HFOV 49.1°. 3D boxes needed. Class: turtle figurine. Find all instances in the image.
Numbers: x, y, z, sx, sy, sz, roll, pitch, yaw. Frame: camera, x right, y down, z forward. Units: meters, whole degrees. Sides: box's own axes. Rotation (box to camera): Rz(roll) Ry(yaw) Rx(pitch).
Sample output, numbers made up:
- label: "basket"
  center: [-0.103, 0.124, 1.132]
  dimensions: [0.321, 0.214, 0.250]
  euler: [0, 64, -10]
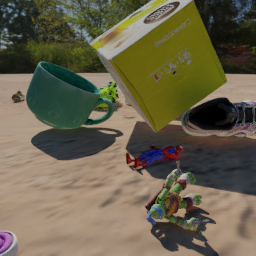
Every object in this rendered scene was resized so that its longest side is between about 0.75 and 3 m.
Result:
- label: "turtle figurine"
  center: [0.720, 0.844, 3.408]
  dimensions: [0.660, 0.917, 0.889]
  euler: [43, 27, 19]

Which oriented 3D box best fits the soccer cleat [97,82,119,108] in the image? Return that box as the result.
- label: "soccer cleat"
  center: [-1.123, -1.522, 12.736]
  dimensions: [1.186, 0.988, 2.926]
  euler: [-7, 14, 8]

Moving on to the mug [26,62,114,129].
- label: "mug"
  center: [-1.757, -0.720, 7.959]
  dimensions: [2.275, 1.407, 1.869]
  euler: [34, 16, 16]

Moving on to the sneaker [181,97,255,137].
- label: "sneaker"
  center: [2.508, -0.252, 6.548]
  dimensions: [2.431, 0.945, 1.701]
  euler: [-9, -7, 7]

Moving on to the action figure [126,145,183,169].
- label: "action figure"
  center: [0.607, 0.504, 5.556]
  dimensions: [1.328, 0.343, 0.434]
  euler: [-6, 12, -35]

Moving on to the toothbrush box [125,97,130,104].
- label: "toothbrush box"
  center: [1.032, -2.478, 12.424]
  dimensions: [2.100, 2.884, 1.242]
  euler: [7, 15, 27]

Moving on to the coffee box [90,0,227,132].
- label: "coffee box"
  center: [0.795, -1.908, 8.083]
  dimensions: [2.503, 2.507, 2.479]
  euler: [-36, 30, 0]

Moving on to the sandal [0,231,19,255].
- label: "sandal"
  center: [-1.892, 1.161, 2.542]
  dimensions: [1.651, 0.406, 0.672]
  euler: [-7, 15, -27]

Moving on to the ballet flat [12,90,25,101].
- label: "ballet flat"
  center: [-5.489, -1.595, 14.174]
  dimensions: [0.501, 0.469, 1.384]
  euler: [18, 9, -15]
